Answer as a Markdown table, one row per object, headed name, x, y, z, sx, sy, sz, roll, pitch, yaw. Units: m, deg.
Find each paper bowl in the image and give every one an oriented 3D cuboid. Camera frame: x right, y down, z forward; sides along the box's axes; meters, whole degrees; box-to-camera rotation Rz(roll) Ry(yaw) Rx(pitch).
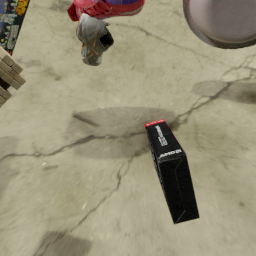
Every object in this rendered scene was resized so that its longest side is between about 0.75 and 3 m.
| name | x | y | z | sx | sy | sz | roll | pitch | yaw |
| --- | --- | --- | --- | --- | --- | --- | --- | --- | --- |
| paper bowl | 2.297 | -2.742 | 5.806 | 2.323 | 2.323 | 1.208 | 7 | 44 | 5 |

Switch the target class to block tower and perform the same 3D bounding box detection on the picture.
| name | x | y | z | sx | sy | sz | roll | pitch | yaw |
| --- | --- | --- | --- | --- | --- | --- | --- | --- | --- |
| block tower | -2.654 | -0.320 | 4.482 | 2.263 | 0.611 | 0.654 | -46 | 58 | -3 |

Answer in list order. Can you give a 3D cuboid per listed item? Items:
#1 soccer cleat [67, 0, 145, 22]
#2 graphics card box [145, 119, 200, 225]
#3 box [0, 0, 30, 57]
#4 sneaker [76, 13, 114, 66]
| name | x | y | z | sx | sy | sz | roll | pitch | yaw |
| --- | --- | --- | --- | --- | --- | --- | --- | --- | --- |
| soccer cleat | -0.439 | -2.115 | 4.694 | 0.936 | 0.816 | 2.448 | -36 | 27 | -4 |
| graphics card box | 0.591 | 0.535 | 4.102 | 0.388 | 0.956 | 1.524 | -14 | 17 | 3 |
| box | -2.287 | -1.997 | 4.693 | 0.353 | 1.771 | 1.212 | 35 | 24 | 14 |
| sneaker | -0.510 | -1.421 | 4.880 | 0.562 | 1.222 | 0.462 | 16 | 74 | 8 |
